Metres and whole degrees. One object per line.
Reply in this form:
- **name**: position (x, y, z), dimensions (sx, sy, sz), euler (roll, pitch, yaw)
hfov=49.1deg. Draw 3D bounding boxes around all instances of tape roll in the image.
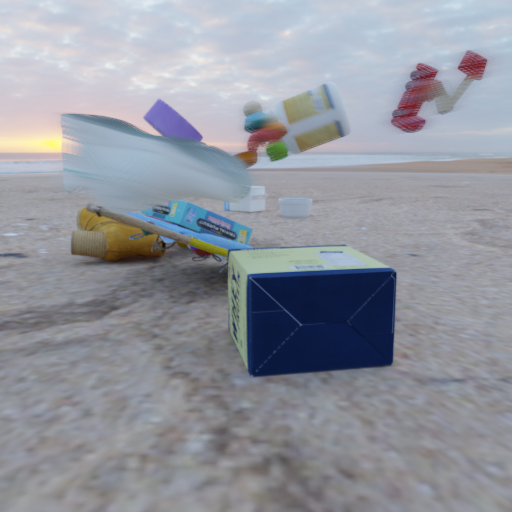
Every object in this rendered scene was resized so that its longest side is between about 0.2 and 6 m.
- **tape roll**: position (-1.224, -1.889, 8.271), dimensions (0.862, 0.366, 0.862), euler (41, 1, -1)

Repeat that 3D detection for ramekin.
- **ramekin**: position (1.255, -1.527, 17.880), dimensions (1.066, 0.559, 1.066), euler (0, 11, 0)

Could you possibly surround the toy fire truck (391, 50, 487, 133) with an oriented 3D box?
- **toy fire truck**: position (2.708, -2.436, 8.417), dimensions (0.336, 1.379, 0.973), euler (3, 28, -41)

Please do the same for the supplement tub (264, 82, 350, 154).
- **supplement tub**: position (1.170, -3.111, 12.904), dimensions (1.758, 1.272, 1.272), euler (-18, 8, 12)

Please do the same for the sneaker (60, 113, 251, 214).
- **sneaker**: position (-1.211, -0.934, 6.494), dimensions (2.531, 1.014, 0.890), euler (19, 17, 22)

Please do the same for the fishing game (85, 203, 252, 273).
- **fishing game**: position (-1.065, -0.152, 9.289), dimensions (3.005, 0.652, 4.197), euler (19, 1, -4)

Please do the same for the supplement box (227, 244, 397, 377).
- **supplement box**: position (0.524, 0.515, 6.186), dimensions (1.522, 1.022, 1.520), euler (-2, 11, -10)

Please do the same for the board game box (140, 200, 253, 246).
- **board game box**: position (-1.382, -0.771, 12.493), dimensions (1.690, 0.525, 2.239), euler (21, -2, -33)

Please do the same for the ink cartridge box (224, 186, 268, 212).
- **ink cartridge box**: position (-0.343, -1.992, 19.462), dimensions (1.365, 0.855, 0.878), euler (9, 14, 38)

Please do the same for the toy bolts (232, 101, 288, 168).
- **toy bolts**: position (-0.062, -2.498, 11.408), dimensions (1.331, 0.967, 1.394), euler (-16, -10, 6)

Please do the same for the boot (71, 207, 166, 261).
- **boot**: position (-2.814, -0.405, 11.704), dimensions (1.856, 0.912, 2.592), euler (3, 15, -15)
